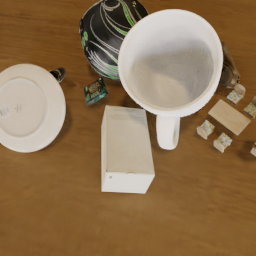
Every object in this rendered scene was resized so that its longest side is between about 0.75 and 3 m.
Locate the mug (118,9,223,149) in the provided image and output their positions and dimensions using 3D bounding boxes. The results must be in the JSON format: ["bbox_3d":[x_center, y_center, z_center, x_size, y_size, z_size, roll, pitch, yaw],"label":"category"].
[{"bbox_3d":[1.102,-0.942,6.963,2.177,2.585,2.949,4,88,14],"label":"mug"}]

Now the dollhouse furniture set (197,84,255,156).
[{"bbox_3d":[2.790,-0.106,6.844,1.543,1.093,1.680,-47,66,-2],"label":"dollhouse furniture set"}]

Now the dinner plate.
[{"bbox_3d":[-2.707,-0.511,7.152,2.291,0.278,2.291,0,91,13],"label":"dinner plate"}]

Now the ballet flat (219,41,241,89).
[{"bbox_3d":[3.123,-2.034,9.010,0.562,0.817,2.426,17,39,-13],"label":"ballet flat"}]

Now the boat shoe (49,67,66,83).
[{"bbox_3d":[-2.357,-1.660,8.924,0.438,0.358,1.187,51,46,-5],"label":"boat shoe"}]

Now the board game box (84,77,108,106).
[{"bbox_3d":[-0.987,-1.110,8.411,0.689,0.143,1.018,-30,34,8],"label":"board game box"}]

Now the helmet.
[{"bbox_3d":[-0.157,-2.574,8.638,2.395,2.395,2.283,-26,81,-21],"label":"helmet"}]

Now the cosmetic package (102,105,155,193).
[{"bbox_3d":[-0.075,0.468,6.760,1.092,0.861,2.029,7,49,-11],"label":"cosmetic package"}]
